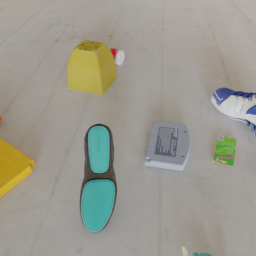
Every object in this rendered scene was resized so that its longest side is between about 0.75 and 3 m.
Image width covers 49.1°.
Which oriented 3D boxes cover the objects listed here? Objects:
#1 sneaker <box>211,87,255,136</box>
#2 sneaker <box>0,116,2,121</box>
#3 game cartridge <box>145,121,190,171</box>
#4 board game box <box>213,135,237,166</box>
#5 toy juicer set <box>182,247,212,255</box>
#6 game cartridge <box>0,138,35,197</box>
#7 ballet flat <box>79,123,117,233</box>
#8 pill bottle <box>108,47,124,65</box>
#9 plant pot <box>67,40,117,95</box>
[{"bbox_3d":[4.287,-0.862,9.273,1.195,1.708,2.957,-20,44,-24],"label":"sneaker"},{"bbox_3d":[-5.238,-0.468,9.596,1.844,0.711,0.673,10,40,9],"label":"sneaker"},{"bbox_3d":[1.281,0.517,8.711,1.267,0.389,1.903,5,41,11],"label":"game cartridge"},{"bbox_3d":[2.983,0.703,8.620,0.594,0.186,1.244,13,40,16],"label":"board game box"},{"bbox_3d":[1.635,3.001,5.866,1.144,0.311,0.728,11,60,8],"label":"toy juicer set"},{"bbox_3d":[-4.232,1.165,7.954,2.469,0.400,2.176,27,47,25],"label":"game cartridge"},{"bbox_3d":[-0.716,1.191,6.972,0.945,2.588,0.945,1,-4,0],"label":"ballet flat"},{"bbox_3d":[-0.825,-3.391,13.050,1.202,0.675,0.675,17,43,19],"label":"pill bottle"},{"bbox_3d":[-1.475,-2.556,11.306,1.628,1.665,1.617,14,42,15],"label":"plant pot"}]
